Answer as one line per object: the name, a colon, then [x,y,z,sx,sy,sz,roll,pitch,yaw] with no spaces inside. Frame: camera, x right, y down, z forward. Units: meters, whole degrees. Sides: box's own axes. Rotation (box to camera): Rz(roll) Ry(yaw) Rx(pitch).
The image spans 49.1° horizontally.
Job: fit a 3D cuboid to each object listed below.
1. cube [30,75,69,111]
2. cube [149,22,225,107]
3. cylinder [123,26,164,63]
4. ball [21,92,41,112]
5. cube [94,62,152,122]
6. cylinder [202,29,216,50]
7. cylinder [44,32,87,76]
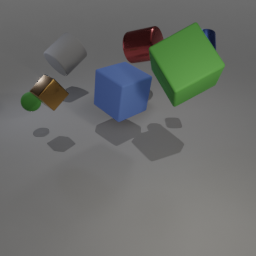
cube: [-2.356,-1.061,8.389,0.700,0.700,0.700,-51,43,-10]
cube: [1.526,-1.640,7.572,1.400,1.400,1.400,-28,76,2]
cylinder: [0.695,-3.633,12.318,1.400,1.400,1.400,-1,27,30]
ball: [-3.454,-0.938,9.979,0.700,0.700,0.700,0,31,0]
cube: [-0.209,-1.301,9.809,1.400,1.400,1.400,-25,48,-37]
cylinder: [2.378,-2.593,8.724,0.700,0.700,0.700,2,-13,0]
cylinder: [-2.830,-3.340,12.725,1.400,1.400,1.400,28,70,38]
